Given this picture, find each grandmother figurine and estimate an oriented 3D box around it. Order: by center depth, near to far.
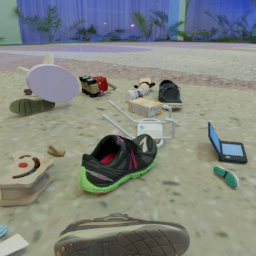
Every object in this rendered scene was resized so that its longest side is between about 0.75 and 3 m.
[{"bbox_3d":[0.918,-2.283,15.051,1.323,0.661,2.181,-16,21,15],"label":"grandmother figurine"}]

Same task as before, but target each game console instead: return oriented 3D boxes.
[{"bbox_3d":[2.826,0.377,8.036,1.090,0.756,1.277,5,23,14],"label":"game console"}]

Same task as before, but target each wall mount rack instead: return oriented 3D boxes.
[{"bbox_3d":[0.371,-0.238,9.309,2.247,0.964,2.586,1,21,3],"label":"wall mount rack"}]

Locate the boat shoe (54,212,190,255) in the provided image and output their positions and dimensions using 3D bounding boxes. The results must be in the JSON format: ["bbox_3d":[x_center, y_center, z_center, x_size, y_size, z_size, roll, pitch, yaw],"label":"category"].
[{"bbox_3d":[-0.088,1.721,4.590,2.143,0.798,0.785,0,21,-4],"label":"boat shoe"}]

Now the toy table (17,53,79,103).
[{"bbox_3d":[-3.378,-1.996,11.841,1.361,2.137,2.324,31,1,42],"label":"toy table"}]

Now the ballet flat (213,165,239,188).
[{"bbox_3d":[2.423,1.160,6.750,0.304,0.304,0.875,-8,22,-19],"label":"ballet flat"}]

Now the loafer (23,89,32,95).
[{"bbox_3d":[-4.747,-2.102,14.622,1.485,0.527,0.542,-19,28,-39],"label":"loafer"}]

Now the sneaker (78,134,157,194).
[{"bbox_3d":[-0.100,0.637,6.870,1.016,1.109,2.648,15,26,33],"label":"sneaker"}]

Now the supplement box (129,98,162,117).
[{"bbox_3d":[0.699,-0.870,11.593,0.772,0.450,1.225,-20,29,-39],"label":"supplement box"}]

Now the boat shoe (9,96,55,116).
[{"bbox_3d":[-4.018,-0.942,11.554,0.666,0.728,1.947,14,17,42],"label":"boat shoe"}]

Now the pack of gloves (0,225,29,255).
[{"bbox_3d":[-2.456,2.066,4.608,1.065,0.250,1.267,11,17,43],"label":"pack of gloves"}]

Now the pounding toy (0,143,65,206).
[{"bbox_3d":[-2.313,0.818,6.443,1.085,1.089,1.898,9,23,10],"label":"pounding toy"}]

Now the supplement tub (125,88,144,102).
[{"bbox_3d":[0.300,-1.538,13.144,0.799,0.560,0.560,-19,28,-39],"label":"supplement tub"}]

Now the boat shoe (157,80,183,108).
[{"bbox_3d":[1.866,-1.568,12.797,1.073,0.896,2.877,2,23,0],"label":"boat shoe"}]

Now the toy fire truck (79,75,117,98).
[{"bbox_3d":[-1.379,-2.241,14.505,1.844,1.187,1.623,-22,28,-22],"label":"toy fire truck"}]
